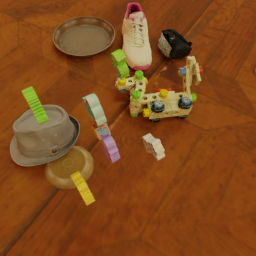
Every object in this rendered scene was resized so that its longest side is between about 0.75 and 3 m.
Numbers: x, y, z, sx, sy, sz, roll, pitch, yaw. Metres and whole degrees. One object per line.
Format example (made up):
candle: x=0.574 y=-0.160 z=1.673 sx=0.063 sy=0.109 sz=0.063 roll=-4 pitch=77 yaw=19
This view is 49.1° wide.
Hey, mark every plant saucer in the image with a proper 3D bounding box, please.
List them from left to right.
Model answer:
plant saucer: x=-1.697 y=1.034 z=7.969 sx=1.413 sy=0.250 sz=1.413 roll=0 pitch=55 yaw=0
plant saucer: x=-1.716 y=-3.553 z=11.079 sx=2.418 sy=0.388 sz=2.418 roll=0 pitch=54 yaw=0

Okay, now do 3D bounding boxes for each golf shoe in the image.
golf shoe: x=0.269 y=-3.452 z=10.444 sx=1.105 sy=1.343 sz=2.935 roll=-7 pitch=57 yaw=-6

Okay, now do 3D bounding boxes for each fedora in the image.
fedora: x=-2.503 y=0.040 z=8.086 sx=2.159 sy=0.975 sz=1.909 roll=-16 pitch=47 yaw=-8

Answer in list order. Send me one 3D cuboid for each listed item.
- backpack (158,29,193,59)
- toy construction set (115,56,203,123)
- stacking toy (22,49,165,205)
backpack: x=1.666 y=-3.153 z=10.534 sx=1.040 sy=0.789 sz=1.246 roll=-12 pitch=55 yaw=-32
toy construction set: x=1.080 y=-1.190 z=8.978 sx=2.865 sy=1.320 sz=1.878 roll=-16 pitch=56 yaw=2
stacking toy: x=-0.537 y=0.032 z=5.768 sx=2.075 sy=2.752 sz=0.647 roll=-29 pitch=28 yaw=-14
